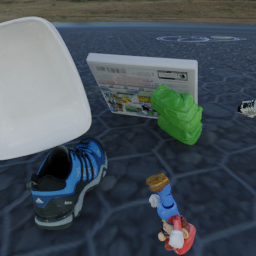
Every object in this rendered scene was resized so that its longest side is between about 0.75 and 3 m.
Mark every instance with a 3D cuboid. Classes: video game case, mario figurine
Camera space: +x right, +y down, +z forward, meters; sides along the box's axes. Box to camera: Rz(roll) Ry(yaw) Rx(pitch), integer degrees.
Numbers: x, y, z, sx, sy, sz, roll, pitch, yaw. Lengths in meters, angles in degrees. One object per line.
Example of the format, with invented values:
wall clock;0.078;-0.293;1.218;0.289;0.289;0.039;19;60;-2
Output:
video game case;0.508;-1.021;7.696;2.748;2.505;0.302;8;63;18
mario figurine;0.436;1.079;3.359;0.515;0.971;0.599;-20;4;32

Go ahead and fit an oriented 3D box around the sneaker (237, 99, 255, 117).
sneaker;3.390;-0.563;7.781;0.513;0.443;1.171;13;-12;5

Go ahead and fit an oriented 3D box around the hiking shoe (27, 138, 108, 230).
hiking shoe;-0.945;0.671;5.054;0.874;1.019;2.350;-1;27;11

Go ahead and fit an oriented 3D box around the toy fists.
toy fists;1.222;-0.233;6.480;1.033;2.027;0.697;40;80;26

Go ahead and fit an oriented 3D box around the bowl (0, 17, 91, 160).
bowl;-1.997;-0.713;5.238;2.348;2.351;0.877;-17;27;4
